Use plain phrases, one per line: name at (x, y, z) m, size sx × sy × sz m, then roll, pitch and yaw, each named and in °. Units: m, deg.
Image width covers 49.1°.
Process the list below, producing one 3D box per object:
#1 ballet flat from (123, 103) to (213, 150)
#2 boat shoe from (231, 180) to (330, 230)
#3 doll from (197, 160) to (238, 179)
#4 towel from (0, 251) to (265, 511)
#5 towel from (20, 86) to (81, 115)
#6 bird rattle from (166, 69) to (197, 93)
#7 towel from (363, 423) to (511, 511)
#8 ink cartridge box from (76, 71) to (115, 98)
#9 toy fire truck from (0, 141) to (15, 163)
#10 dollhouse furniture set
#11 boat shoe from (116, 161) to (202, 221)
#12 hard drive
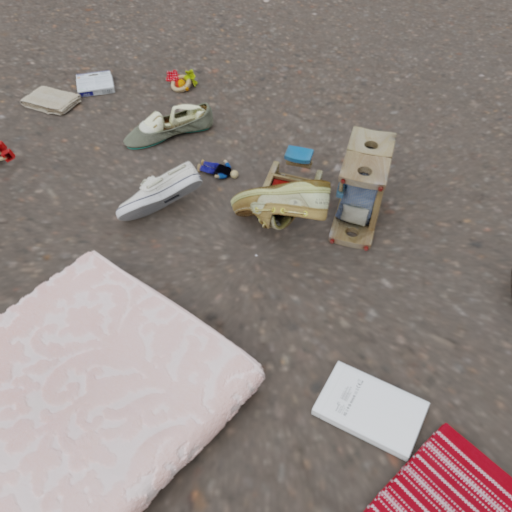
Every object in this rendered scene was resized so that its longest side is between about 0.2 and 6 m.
ballet flat at (-1.987, -2.994, 12.537) m, size 2.121 × 0.675 × 0.715 m, roll -19°, pitch 49°, yaw -17°
boat shoe at (0.358, -0.839, 9.977) m, size 0.841 × 0.754 × 2.272 m, roll -1°, pitch -3°, yaw -39°
doll at (-0.769, -1.812, 11.730) m, size 0.863 × 0.209 × 0.589 m, roll 18°, pitch 50°, yaw 17°
towel at (-2.540, 1.978, 7.824) m, size 3.827 × 0.646 × 4.007 m, roll 30°, pitch 53°, yaw 26°
towel at (-4.968, -3.772, 13.607) m, size 1.272 × 0.219 × 0.843 m, roll 18°, pitch 47°, yaw 17°
bird rattle at (-1.910, -4.403, 14.094) m, size 0.808 × 0.455 × 0.659 m, roll 4°, pitch 63°, yaw 8°
towel at (2.349, 3.243, 6.889) m, size 2.129 × 0.239 × 1.540 m, roll -34°, pitch 57°, yaw -26°
ink cartridge box at (-4.075, -4.347, 14.165) m, size 0.906 × 0.184 × 0.907 m, roll -11°, pitch 47°, yaw -10°
toy fire truck at (-5.538, -2.138, 11.888) m, size 0.863 × 0.210 × 0.609 m, roll -22°, pitch 48°, yaw 6°
dollhouse furniture set at (1.226, -1.362, 10.342) m, size 2.252 × 1.587 × 1.578 m, roll 13°, pitch 48°, yaw 10°
boat shoe at (-1.909, -1.252, 10.651) m, size 1.753 × 0.631 × 0.576 m, roll -28°, pitch 80°, yaw -4°
hard drive at (1.625, 2.165, 7.945) m, size 1.416 × 0.189 × 0.934 m, roll 22°, pitch 50°, yaw 20°
